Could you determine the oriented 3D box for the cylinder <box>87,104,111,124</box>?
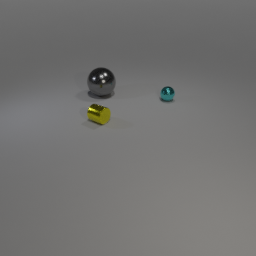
[{"bbox_3d":[-1.180,-0.574,11.390,0.700,0.700,0.700,20,35,32],"label":"cylinder"}]

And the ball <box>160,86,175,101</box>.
[{"bbox_3d":[1.880,-1.630,13.303,0.700,0.700,0.700,0,29,0],"label":"ball"}]

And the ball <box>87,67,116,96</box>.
[{"bbox_3d":[-1.287,-2.238,13.617,1.400,1.400,1.400,0,29,0],"label":"ball"}]
